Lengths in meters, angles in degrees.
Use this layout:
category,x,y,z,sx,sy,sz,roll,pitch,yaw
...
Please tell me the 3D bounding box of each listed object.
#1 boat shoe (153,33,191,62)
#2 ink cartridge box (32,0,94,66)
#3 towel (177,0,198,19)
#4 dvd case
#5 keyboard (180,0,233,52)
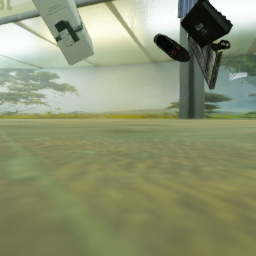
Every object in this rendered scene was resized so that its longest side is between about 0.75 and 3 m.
category,x,y,z,sx,sy,sz,roll,pitch,yaw
boat shoe,1.658,-2.944,10.458,1.625,0.595,0.509,31,19,-12
ink cartridge box,-1.811,-3.090,8.132,0.865,2.083,1.527,-23,36,5
towel,1.462,-3.146,5.946,0.194,1.178,1.626,23,46,31
dvd case,2.466,-2.919,9.378,0.219,2.747,2.043,-16,-26,2
keyboard,1.351,-1.646,4.712,0.190,0.891,1.484,-43,6,5
